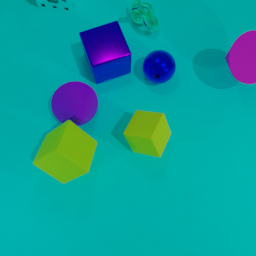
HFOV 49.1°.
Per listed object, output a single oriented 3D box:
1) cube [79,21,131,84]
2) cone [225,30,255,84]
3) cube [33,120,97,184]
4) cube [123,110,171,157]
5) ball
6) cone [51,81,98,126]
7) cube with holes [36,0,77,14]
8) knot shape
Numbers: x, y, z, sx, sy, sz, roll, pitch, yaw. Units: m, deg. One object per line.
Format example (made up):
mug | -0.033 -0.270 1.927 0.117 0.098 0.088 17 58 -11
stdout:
cube | -0.666 -2.288 8.626 1.218 1.218 1.218 -20 76 -5
cone | 3.332 -2.132 8.489 1.463 1.468 1.463 -3 105 -11
cube | -1.628 0.646 7.390 1.057 1.057 1.057 42 38 -27
cube | 0.563 0.151 7.869 0.898 0.898 0.898 9 55 31
ball | 0.955 -1.876 8.615 1.028 1.028 1.028 0 75 0
cone | -1.360 -0.456 7.732 1.397 1.403 1.397 -7 113 -16
cube with holes | -2.390 -4.811 9.316 1.231 1.231 1.231 10 75 3
knot shape | 0.465 -3.689 8.980 1.249 1.168 0.577 43 96 11
